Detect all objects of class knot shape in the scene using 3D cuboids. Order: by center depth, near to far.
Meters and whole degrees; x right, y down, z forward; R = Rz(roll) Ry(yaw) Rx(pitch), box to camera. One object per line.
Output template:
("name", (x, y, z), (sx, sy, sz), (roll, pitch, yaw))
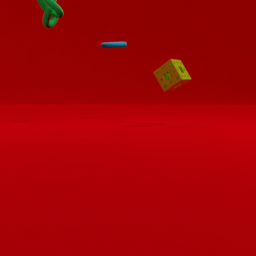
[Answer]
("knot shape", (-2.608, -4.006, 9.385), (0.654, 1.415, 1.324), (-13, -35, -19))

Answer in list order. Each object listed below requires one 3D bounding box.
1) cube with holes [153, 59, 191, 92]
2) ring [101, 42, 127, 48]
("cube with holes", (1.409, -1.655, 8.891), (0.718, 0.718, 0.718), (-33, -11, 34))
("ring", (-0.600, -3.542, 11.967), (1.111, 0.222, 1.111), (-2, 16, 1))
